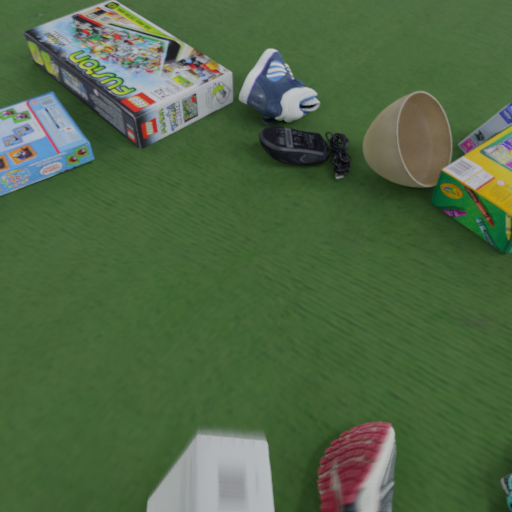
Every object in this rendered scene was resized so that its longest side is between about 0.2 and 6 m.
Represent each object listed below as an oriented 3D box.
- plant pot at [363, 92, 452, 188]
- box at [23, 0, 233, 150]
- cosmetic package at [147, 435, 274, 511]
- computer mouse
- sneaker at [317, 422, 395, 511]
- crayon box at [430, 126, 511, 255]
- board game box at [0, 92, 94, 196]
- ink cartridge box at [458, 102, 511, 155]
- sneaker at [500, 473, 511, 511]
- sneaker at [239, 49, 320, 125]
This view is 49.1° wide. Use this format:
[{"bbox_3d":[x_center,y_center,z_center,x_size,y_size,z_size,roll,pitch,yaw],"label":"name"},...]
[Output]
[{"bbox_3d":[2.437,-1.877,9.501,1.040,1.550,1.550,-3,35,50],"label":"plant pot"},{"bbox_3d":[-2.689,-3.910,11.575,2.312,0.729,4.200,-35,58,-27],"label":"box"},{"bbox_3d":[-0.508,2.484,5.279,0.733,1.727,0.929,11,47,-19],"label":"cosmetic package"},{"bbox_3d":[0.835,-1.867,10.054,1.682,0.443,1.165,10,47,-7],"label":"computer mouse"},{"bbox_3d":[1.067,2.660,5.875,0.771,0.832,2.064,48,44,-18],"label":"sneaker"},{"bbox_3d":[4.388,-1.276,9.260,2.602,0.758,1.545,-30,56,-24],"label":"crayon box"},{"bbox_3d":[-4.491,-1.922,10.017,2.547,0.466,1.927,-26,54,-21],"label":"board game box"},{"bbox_3d":[4.335,-2.393,9.766,0.925,1.551,0.325,-33,82,-26],"label":"ink cartridge box"},{"bbox_3d":[2.970,2.711,5.981,0.798,0.679,1.751,20,45,34],"label":"sneaker"},{"bbox_3d":[0.605,-3.303,11.139,1.457,0.802,1.990,24,42,2],"label":"sneaker"}]
